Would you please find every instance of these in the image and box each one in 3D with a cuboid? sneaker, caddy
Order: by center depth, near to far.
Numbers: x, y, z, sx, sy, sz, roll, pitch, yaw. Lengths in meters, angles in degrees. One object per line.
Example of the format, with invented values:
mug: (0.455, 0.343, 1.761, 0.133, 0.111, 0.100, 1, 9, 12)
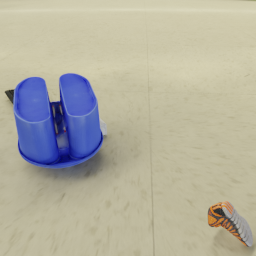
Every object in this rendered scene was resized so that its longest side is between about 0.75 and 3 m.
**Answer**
sneaker: (1.684, 1.624, 4.713, 0.493, 0.879, 0.341, -34, 2, 42)
caddy: (-1.712, -0.195, 6.872, 1.988, 1.476, 2.812, -9, 36, -14)

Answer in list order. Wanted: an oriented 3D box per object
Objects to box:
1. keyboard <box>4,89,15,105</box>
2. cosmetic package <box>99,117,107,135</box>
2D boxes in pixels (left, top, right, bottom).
keyboard: (-3.224, -1.006, 9.163, 1.127, 0.429, 2.164, -9, 31, -36)
cosmetic package: (-1.194, -0.218, 8.024, 0.612, 0.376, 1.484, -15, 33, -26)
